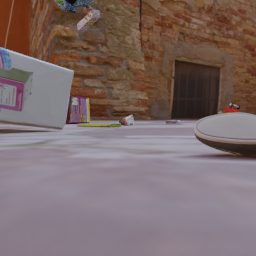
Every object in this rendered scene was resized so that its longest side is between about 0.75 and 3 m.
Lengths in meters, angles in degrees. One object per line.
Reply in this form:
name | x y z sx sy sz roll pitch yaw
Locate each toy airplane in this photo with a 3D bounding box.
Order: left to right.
toy airplane | 2.884 -0.240 7.547 0.847 0.598 0.843 38 29 19

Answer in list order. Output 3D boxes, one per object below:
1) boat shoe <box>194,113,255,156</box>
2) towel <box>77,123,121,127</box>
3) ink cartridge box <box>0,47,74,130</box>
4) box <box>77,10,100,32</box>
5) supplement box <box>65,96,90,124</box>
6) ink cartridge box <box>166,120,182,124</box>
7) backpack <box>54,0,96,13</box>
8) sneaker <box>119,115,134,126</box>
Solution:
boat shoe | 0.875 0.074 1.716 0.929 0.265 0.310 -4 37 4
towel | -0.843 -0.087 8.108 1.254 0.113 0.540 1 1 34
ink cartridge box | -2.693 -0.786 4.783 2.055 1.203 2.843 12 1 38
box | -1.520 -4.063 10.662 0.308 0.287 1.485 -4 0 -32
supplement box | -2.614 -0.801 12.906 0.986 1.251 1.911 -1 1 19
ink cartridge box | 2.188 -0.274 12.930 0.617 0.191 0.761 2 5 38
backpack | -1.418 -3.595 7.132 0.971 1.209 1.321 -37 -1 28
sneaker | -0.060 -0.261 9.977 0.397 0.374 0.970 -6 -1 18
